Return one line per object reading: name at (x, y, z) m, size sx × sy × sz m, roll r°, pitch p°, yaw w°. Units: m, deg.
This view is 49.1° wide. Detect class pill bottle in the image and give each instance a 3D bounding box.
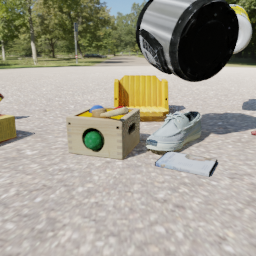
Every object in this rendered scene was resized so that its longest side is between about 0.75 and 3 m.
pill bottle at (3.980, -3.966, 10.958) m, size 1.437 × 1.437 × 2.566 m, roll 4°, pitch 35°, yaw 15°

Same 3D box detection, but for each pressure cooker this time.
pressure cooker at (1.506, -2.700, 8.080) m, size 2.313 × 2.277 × 2.589 m, roll 6°, pitch 26°, yaw -35°

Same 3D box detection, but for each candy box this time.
candy box at (-4.735, 0.169, 7.897) m, size 1.539 × 0.745 × 2.639 m, roll 7°, pitch 16°, yaw 26°

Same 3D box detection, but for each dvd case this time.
dvd case at (1.403, 0.826, 6.704) m, size 1.290 × 0.113 × 0.921 m, roll 8°, pitch 17°, yaw 27°

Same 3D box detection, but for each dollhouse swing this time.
dollhouse swing at (0.559, -1.385, 11.526) m, size 2.317 × 2.106 × 2.037 m, roll 0°, pitch -5°, yaw -1°

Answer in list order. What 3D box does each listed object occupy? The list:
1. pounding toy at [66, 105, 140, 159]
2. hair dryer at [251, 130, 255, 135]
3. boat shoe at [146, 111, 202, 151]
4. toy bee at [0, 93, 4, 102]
pounding toy at (-0.562, -0.076, 7.490) m, size 1.847 × 1.426 × 2.006 m, roll 5°, pitch 16°, yaw 18°
hair dryer at (4.327, 0.151, 9.127) m, size 0.766 × 0.208 × 0.583 m, roll -2°, pitch -2°, yaw -24°
boat shoe at (1.378, -0.022, 8.142) m, size 0.920 × 0.939 × 2.636 m, roll 11°, pitch 17°, yaw 36°
toy bee at (-5.562, -0.651, 10.824) m, size 1.202 × 1.836 × 0.998 m, roll 31°, pitch 40°, yaw -15°
